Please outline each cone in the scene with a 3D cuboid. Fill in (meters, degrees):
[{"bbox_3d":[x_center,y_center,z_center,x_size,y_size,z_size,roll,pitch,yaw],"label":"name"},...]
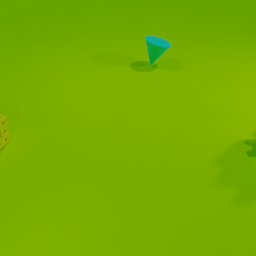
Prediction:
[{"bbox_3d":[0.958,-2.699,10.173,0.945,0.948,0.945,12,35,-8],"label":"cone"}]

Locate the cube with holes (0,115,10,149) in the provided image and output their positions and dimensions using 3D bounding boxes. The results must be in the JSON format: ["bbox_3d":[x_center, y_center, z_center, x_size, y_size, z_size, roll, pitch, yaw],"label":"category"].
[{"bbox_3d":[-3.420,0.116,6.684,0.755,0.755,0.755,17,37,11],"label":"cube with holes"}]
